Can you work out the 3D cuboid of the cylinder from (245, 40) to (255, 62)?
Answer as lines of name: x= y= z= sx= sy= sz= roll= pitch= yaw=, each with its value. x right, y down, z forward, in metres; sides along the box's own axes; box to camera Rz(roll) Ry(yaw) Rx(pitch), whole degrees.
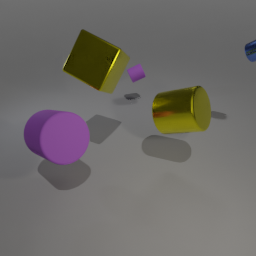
cylinder: x=4.599 y=-2.768 z=9.829 sx=0.700 sy=0.700 sz=0.700 roll=-26 pitch=6 yaw=-37

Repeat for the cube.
cube: x=-0.965 y=-2.058 z=8.979 sx=1.400 sy=1.400 sz=1.400 roll=29 pitch=9 yaw=9

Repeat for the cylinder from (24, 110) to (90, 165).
cylinder: x=-2.005 y=0.212 z=7.811 sx=1.400 sy=1.400 sz=1.400 roll=-22 pitch=18 yaw=-33

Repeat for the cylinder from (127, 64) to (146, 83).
cylinder: x=0.406 y=-2.667 z=13.649 sx=0.700 sy=0.700 sz=0.700 roll=-25 pitch=31 yaw=4

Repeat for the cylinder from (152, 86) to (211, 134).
cylinder: x=1.701 y=-0.537 z=8.848 sx=1.400 sy=1.400 sz=1.400 roll=-6 pitch=22 yaw=38
